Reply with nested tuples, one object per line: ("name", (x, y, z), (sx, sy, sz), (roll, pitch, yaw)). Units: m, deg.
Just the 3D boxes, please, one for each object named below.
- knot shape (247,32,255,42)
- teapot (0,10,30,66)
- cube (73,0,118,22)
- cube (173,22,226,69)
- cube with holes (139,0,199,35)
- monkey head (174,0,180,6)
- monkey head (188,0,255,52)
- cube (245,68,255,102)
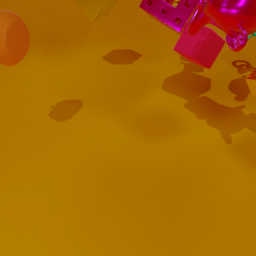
("knot shape", (4.078, -3.429, 9.410), (0.543, 1.176, 1.101), (11, 47, -30))
("teapot", (-2.786, -1.975, 6.242), (0.914, 1.866, 1.160), (11, 81, 13))
("cube", (-1.020, -4.427, 9.374), (1.042, 1.042, 1.042), (47, 48, -6))
("cube", (1.684, -1.947, 6.625), (0.731, 0.731, 0.731), (16, 18, -43))
("cube with holes", (1.222, -3.186, 7.056), (1.200, 1.200, 1.200), (35, 19, 8))
("monkey head", (1.864, -3.930, 8.468), (1.312, 0.790, 0.944), (6, -4, 25))
("monkey head", (1.835, -2.058, 5.045), (1.195, 1.427, 1.984), (34, 58, -1))
("cube", (3.284, -1.033, 6.355), (0.725, 0.725, 0.725), (-42, 29, -10))
